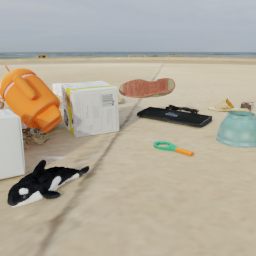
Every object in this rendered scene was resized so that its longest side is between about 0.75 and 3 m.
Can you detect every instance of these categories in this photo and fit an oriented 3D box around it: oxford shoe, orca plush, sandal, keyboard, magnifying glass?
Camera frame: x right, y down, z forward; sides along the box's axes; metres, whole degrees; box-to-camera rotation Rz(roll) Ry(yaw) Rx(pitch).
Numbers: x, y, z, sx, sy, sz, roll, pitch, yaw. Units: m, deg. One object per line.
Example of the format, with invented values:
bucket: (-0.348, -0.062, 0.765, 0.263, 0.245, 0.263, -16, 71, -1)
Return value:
oxford shoe: (0.644, -1.246, 9.510, 1.876, 0.664, 0.693, -1, -16, 4)
orca plush: (-1.500, 0.906, 5.378, 1.676, 0.596, 0.882, -11, 20, -34)
sandal: (4.299, -0.993, 11.959, 1.769, 0.582, 0.649, 14, 21, 40)
keyboard: (1.858, -0.502, 10.836, 2.803, 0.289, 1.781, 14, 28, 37)
magnifying glass: (1.202, 0.540, 7.497, 0.489, 0.138, 1.229, -14, 22, -41)

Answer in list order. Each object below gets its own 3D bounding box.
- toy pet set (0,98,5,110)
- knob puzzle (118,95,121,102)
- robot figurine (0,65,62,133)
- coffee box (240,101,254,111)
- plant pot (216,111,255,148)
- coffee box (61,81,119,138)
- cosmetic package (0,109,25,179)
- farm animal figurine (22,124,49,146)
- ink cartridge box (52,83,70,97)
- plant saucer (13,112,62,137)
toy pet set: (-4.810, -0.836, 11.362, 2.045, 1.163, 2.190, -36, 15, 1)
knob puzzle: (-1.213, -1.385, 13.895, 1.867, 0.259, 1.867, 0, 17, 0)
robot figurine: (-2.695, -0.809, 7.717, 2.010, 1.172, 1.446, 47, 20, 8)
coffee box: (5.251, -0.960, 12.338, 0.437, 0.309, 0.773, 10, 19, 31)
plant pot: (3.267, -0.029, 8.162, 1.272, 0.852, 1.272, 1, 16, 0)
coffee box: (-1.265, -0.679, 9.179, 1.475, 1.472, 1.458, -10, 21, -25)
cosmetic package: (-3.141, 0.367, 5.924, 1.543, 1.284, 1.292, -9, 15, -31)
farm animal figurine: (-2.875, 0.257, 7.834, 0.933, 0.581, 1.155, 33, 27, 25)
ink cartridge box: (-3.543, -2.206, 16.102, 1.054, 0.611, 1.809, -10, 19, -31)
plant saucer: (-3.500, -0.152, 9.407, 2.515, 0.403, 2.515, 1, 16, 0)
